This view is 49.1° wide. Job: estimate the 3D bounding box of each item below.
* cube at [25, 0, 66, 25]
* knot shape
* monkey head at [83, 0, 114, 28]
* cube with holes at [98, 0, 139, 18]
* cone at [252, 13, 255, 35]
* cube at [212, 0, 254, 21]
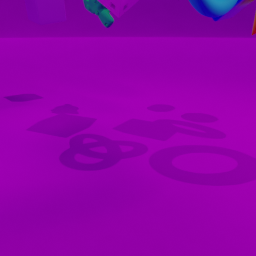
[{"bbox_3d":[-2.591,-3.836,8.743,0.919,0.919,0.919,-24,41,-31],"label":"cube"},{"bbox_3d":[0.845,-2.568,4.071,1.839,0.850,1.721,5,51,-43],"label":"knot shape"},{"bbox_3d":[-0.543,-3.211,7.181,0.909,1.085,1.509,-40,12,-26],"label":"monkey head"},{"bbox_3d":[-0.172,-3.220,5.472,1.162,1.162,1.162,-47,-5,-17],"label":"cube with holes"},{"bbox_3d":[3.297,-2.641,6.759,0.971,0.975,0.971,11,51,-14],"label":"cone"},{"bbox_3d":[1.959,-2.841,5.318,1.072,1.072,1.072,-34,-1,42],"label":"cube"}]
